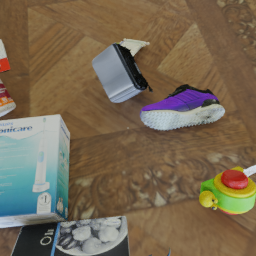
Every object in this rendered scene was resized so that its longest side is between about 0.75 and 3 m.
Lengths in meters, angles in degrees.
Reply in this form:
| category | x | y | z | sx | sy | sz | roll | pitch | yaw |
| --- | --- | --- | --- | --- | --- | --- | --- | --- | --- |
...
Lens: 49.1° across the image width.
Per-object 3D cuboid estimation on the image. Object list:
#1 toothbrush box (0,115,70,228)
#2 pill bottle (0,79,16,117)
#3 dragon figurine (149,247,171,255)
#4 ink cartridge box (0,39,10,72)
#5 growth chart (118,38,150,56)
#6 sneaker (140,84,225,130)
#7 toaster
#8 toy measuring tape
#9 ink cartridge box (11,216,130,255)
| category | x | y | z | sx | sy | sz | roll | pitch | yaw |
| --- | --- | --- | --- | --- | --- | --- | --- | --- | --- |
| toothbrush box | -2.597 | 1.081 | 7.268 | 1.920 | 1.118 | 2.623 | -7 | 61 | 1 |
| pill bottle | -4.266 | -1.233 | 8.130 | 1.134 | 1.134 | 1.985 | -31 | 99 | -16 |
| dragon figurine | 0.552 | 3.057 | 6.255 | 0.498 | 0.295 | 1.002 | 36 | 92 | -15 |
| ink cartridge box | -4.795 | -2.456 | 9.802 | 1.056 | 0.371 | 1.300 | -21 | 57 | -11 |
| growth chart | -0.106 | -2.758 | 9.791 | 1.178 | 0.144 | 1.628 | 18 | 46 | 22 |
| sneaker | 1.496 | -0.705 | 8.343 | 2.468 | 0.858 | 1.227 | -5 | 57 | -9 |
| toaster | -0.149 | -1.562 | 8.369 | 0.980 | 1.493 | 1.651 | -28 | 90 | 19 |
| toy measuring tape | 2.987 | 1.422 | 6.915 | 2.885 | 1.061 | 1.061 | -13 | 60 | -26 |
| ink cartridge box | -1.222 | 3.021 | 5.785 | 2.599 | 0.569 | 2.624 | -5 | 27 | -3 |
